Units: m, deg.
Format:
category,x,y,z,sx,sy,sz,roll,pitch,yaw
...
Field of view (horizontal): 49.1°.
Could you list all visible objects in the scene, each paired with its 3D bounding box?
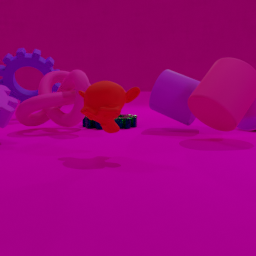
category,x,y,z,sx,sy,sz,roll,pitch,yaw
gear,-0.493,-0.194,7.708,1.491,0.276,1.491,0,8,0
gear,-3.221,-1.607,9.212,1.955,1.955,0.362,-1,35,-10
knot shape,-1.642,-0.827,6.978,2.089,0.965,1.955,-16,33,22
monkey head,-0.311,-0.327,4.216,1.038,0.626,0.747,0,-36,24
gear,-2.988,-0.672,4.909,1.978,0.366,1.978,31,15,-9
cylinder,1.253,-0.763,6.980,1.092,1.092,1.092,26,18,20
cylinder,1.892,-0.647,5.518,1.048,1.048,1.048,35,-15,11
cone,3.583,-0.279,7.179,1.274,1.269,1.269,26,-5,-28
